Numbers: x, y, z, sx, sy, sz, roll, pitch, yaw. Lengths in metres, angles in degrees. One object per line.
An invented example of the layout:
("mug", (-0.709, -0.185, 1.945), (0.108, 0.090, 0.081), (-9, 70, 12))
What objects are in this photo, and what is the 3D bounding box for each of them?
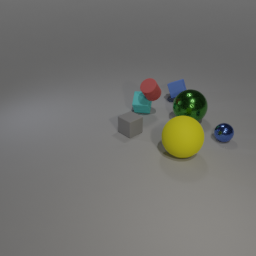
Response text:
("cylinder", (0.938, -1.567, 11.480), (0.700, 0.700, 0.700), (-11, 63, 21))
("cube", (0.627, -1.117, 12.219), (0.700, 0.700, 0.700), (4, 66, 14))
("cube", (2.356, -1.885, 13.350), (0.700, 0.700, 0.700), (-14, 9, 22))
("ball", (2.530, -0.874, 11.431), (1.400, 1.400, 1.400), (0, 30, 0))
("cube", (0.091, -0.141, 10.837), (0.700, 0.700, 0.700), (-25, 38, -36))
("ball", (1.822, 0.291, 9.342), (1.400, 1.400, 1.400), (0, 30, 0))
("ball", (3.528, 0.165, 10.293), (0.700, 0.700, 0.700), (0, 30, 0))
